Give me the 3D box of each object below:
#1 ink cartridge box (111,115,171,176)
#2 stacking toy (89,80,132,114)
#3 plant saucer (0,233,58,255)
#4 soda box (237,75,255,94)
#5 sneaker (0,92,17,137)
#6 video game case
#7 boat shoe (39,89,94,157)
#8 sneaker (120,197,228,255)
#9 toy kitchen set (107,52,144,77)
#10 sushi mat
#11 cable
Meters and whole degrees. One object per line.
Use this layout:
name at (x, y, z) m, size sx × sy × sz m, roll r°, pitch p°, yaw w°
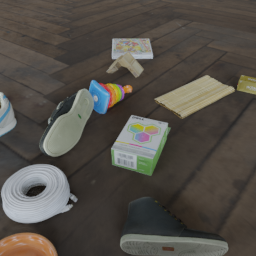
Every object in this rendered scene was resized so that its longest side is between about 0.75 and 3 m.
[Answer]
ink cartridge box at (0.448, 0.251, 7.754) m, size 1.103 × 0.630 × 2.124 m, roll 13°, pitch 40°, yaw 16°
stacking toy at (-0.480, -1.190, 9.541) m, size 1.653 × 0.907 × 0.959 m, roll -23°, pitch 55°, yaw -40°
plant saucer at (-1.990, 2.609, 5.011) m, size 1.491 × 0.279 × 1.491 m, roll 1°, pitch 37°, yaw 0°
soda box at (4.717, -1.497, 10.156) m, size 1.366 × 0.437 × 0.463 m, roll 17°, pitch 40°, yaw 21°
sneaker at (-4.312, 0.054, 7.596) m, size 1.083 × 1.143 × 2.830 m, roll 15°, pitch 41°, yaw 16°
video game case at (0.173, -3.785, 13.266) m, size 1.846 × 0.232 × 2.028 m, roll -1°, pitch 38°, yaw -1°
boat shoe at (-1.856, -0.140, 8.177) m, size 0.908 × 0.965 × 2.687 m, roll -9°, pitch 35°, yaw 25°
sneaker at (0.891, 1.905, 5.512) m, size 1.996 × 0.746 × 1.060 m, roll 3°, pitch 40°, yaw 6°
toy kitchen set at (-0.190, -2.234, 11.076) m, size 1.067 × 0.963 × 0.870 m, roll -17°, pitch 33°, yaw 54°
sushi mat at (2.423, -1.199, 9.998) m, size 2.876 × 0.174 × 1.376 m, roll -26°, pitch 44°, yaw -29°
cable at (-2.071, 1.444, 6.312) m, size 1.468 × 0.508 × 1.468 m, roll -24°, pitch 44°, yaw -28°
